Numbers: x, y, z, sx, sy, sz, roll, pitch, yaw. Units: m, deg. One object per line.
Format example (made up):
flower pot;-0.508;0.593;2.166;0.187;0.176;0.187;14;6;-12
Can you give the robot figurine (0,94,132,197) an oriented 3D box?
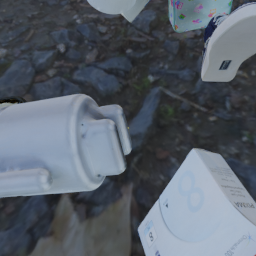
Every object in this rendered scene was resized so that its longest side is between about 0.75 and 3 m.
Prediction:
robot figurine;-1.316;0.305;4.513;2.654;1.499;2.251;-7;21;15

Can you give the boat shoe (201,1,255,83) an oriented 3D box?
boat shoe;2.073;-2.012;5.815;1.046;2.800;1.299;1;78;0

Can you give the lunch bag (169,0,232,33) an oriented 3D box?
lunch bag;2.001;-3.500;7.716;1.739;1.395;0.670;-14;52;0

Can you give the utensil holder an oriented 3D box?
utensil holder;-0.298;-3.851;6.525;1.602;1.885;1.602;2;76;-8

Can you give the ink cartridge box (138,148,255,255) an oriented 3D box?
ink cartridge box;0.676;1.158;2.362;0.374;1.265;1.580;13;32;-25

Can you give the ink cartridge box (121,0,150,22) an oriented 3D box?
ink cartridge box;-0.210;-4.549;8.615;1.446;0.847;2.001;-46;78;13

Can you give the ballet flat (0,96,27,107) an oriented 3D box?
ballet flat;-3.216;-0.316;6.061;2.096;0.717;0.713;-21;100;-27
